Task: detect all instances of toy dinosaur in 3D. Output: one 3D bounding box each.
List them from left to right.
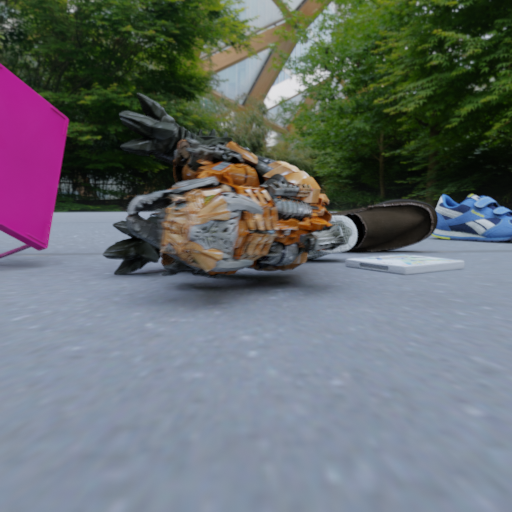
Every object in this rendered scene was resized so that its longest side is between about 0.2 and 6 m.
[{"bbox_3d":[-0.188,-0.393,6.232,2.635,1.983,3.882,15,-9,24],"label":"toy dinosaur"}]

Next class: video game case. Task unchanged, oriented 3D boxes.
[{"bbox_3d":[1.923,0.102,7.283,1.129,0.124,1.029,-3,7,-34],"label":"video game case"}]

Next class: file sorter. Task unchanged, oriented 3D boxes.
[{"bbox_3d":[-3.709,-1.205,7.468,1.395,2.224,1.546,-16,-31,24],"label":"file sorter"}]

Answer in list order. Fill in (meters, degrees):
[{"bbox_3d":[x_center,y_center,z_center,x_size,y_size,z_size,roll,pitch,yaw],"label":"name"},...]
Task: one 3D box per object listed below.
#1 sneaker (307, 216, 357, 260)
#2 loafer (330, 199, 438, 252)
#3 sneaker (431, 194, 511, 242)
[{"bbox_3d":[0.564,-0.156,8.131,1.684,0.656,0.837,-1,-12,-8],"label":"sneaker"},{"bbox_3d":[1.892,-0.401,9.427,2.376,0.867,0.848,-9,9,5],"label":"loafer"},{"bbox_3d":[5.001,-0.823,12.196,2.513,1.033,0.929,7,7,42],"label":"sneaker"}]
